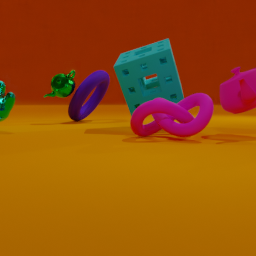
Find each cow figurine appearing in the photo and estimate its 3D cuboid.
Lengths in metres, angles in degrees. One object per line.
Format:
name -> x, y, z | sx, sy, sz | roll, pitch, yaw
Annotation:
cow figurine -> -3.323, -0.441, 6.629 | 1.449, 1.426, 0.795 | 38, 21, 35

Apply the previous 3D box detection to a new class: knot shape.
knot shape -> 0.908, -0.238, 5.226 | 1.420, 0.701, 1.518 | -1, 10, 44

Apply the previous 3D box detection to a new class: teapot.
teapot -> -2.134, -1.357, 8.893 | 0.794, 1.277, 0.625 | 44, -4, 15
teapot -> 2.271, -0.789, 5.477 | 1.059, 0.834, 1.703 | -25, 4, 22

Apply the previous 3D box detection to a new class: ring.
ring -> -1.360, -1.118, 9.896 | 0.413, 2.066, 2.066 | 36, 12, 8

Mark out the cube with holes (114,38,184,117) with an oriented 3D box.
cube with holes -> 0.568, -1.284, 7.050 | 1.329, 1.329, 1.329 | -15, 24, 13
